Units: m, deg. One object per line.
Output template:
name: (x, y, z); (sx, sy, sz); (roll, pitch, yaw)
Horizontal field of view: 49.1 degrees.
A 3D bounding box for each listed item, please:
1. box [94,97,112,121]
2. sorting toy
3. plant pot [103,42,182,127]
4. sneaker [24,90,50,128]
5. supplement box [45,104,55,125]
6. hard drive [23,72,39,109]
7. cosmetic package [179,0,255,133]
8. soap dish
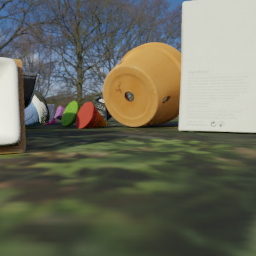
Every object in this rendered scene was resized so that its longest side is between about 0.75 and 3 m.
box: (-1.011, -0.794, 11.597); (0.605, 0.818, 0.427); (21, 44, 25)
sorting toy: (-1.357, -0.279, 8.246); (0.793, 0.798, 2.302); (26, -11, -36)
plant pot: (0.451, -1.091, 8.108); (2.493, 2.493, 1.745); (2, 22, 32)
sneaker: (-3.208, -0.374, 7.122); (2.971, 1.125, 1.144); (1, 25, 32)
supplement box: (-3.043, -0.486, 9.886); (0.715, 0.700, 1.383); (0, 3, -5)
hard drive: (-2.812, -0.335, 4.559); (2.630, 0.557, 1.774); (-15, -7, 39)
cosmetic package: (2.391, -1.366, 6.970); (1.716, 2.792, 2.783); (1, 4, 22)
soap dish: (-1.837, -0.219, 2.944); (1.389, 1.093, 0.564); (-1, -13, -26)
